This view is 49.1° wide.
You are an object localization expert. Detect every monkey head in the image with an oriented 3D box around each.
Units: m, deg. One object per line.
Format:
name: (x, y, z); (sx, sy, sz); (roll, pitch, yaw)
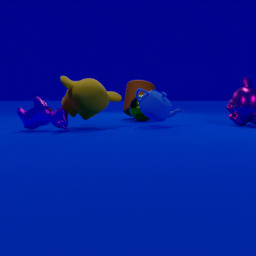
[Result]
monkey head: (3.852, -0.650, 8.798); (1.315, 1.828, 1.102); (17, -40, -21)
monkey head: (-1.229, -1.008, 8.062); (1.967, 1.415, 1.185); (13, -46, -37)

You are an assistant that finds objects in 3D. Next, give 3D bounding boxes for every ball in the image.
ball: (0.543, -0.738, 10.456); (0.978, 0.978, 0.978); (0, 6, 0)

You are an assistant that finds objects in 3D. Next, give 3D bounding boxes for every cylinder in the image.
cylinder: (0.484, -1.199, 11.851); (1.248, 1.248, 1.248); (7, -16, 2)

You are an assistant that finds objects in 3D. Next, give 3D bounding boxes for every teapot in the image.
teapot: (0.924, -0.711, 8.513); (1.672, 0.819, 1.040); (27, 27, -21)

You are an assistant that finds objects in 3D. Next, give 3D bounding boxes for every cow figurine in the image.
cow figurine: (-2.176, -0.239, 7.335); (1.183, 1.164, 0.649); (-34, -12, -2)
